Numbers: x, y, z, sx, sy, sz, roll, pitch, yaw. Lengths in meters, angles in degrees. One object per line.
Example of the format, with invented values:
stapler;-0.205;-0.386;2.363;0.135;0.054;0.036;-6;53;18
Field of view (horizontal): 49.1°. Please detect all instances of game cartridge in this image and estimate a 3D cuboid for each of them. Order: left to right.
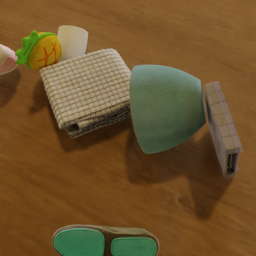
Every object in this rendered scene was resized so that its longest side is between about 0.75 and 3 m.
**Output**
game cartridge;2.308;0.136;6.835;0.484;2.522;1.635;-11;65;14

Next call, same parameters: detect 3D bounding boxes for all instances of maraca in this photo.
maraca;-2.513;-2.178;7.926;0.947;1.770;1.214;35;105;8

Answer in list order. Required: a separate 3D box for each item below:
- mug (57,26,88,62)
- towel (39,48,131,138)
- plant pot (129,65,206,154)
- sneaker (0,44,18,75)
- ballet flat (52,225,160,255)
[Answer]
mug;-1.974;-2.586;9.079;1.281;0.946;1.123;7;89;24
towel;-1.048;-1.017;8.227;2.536;1.085;2.100;-22;67;-14
plant pot;1.118;-0.559;7.088;1.549;2.299;2.299;-7;62;17
sneaker;-4.667;-1.701;8.162;2.712;1.418;1.021;-28;93;-5
ballet flat;-0.503;2.648;6.443;2.425;0.772;0.817;8;83;-9
